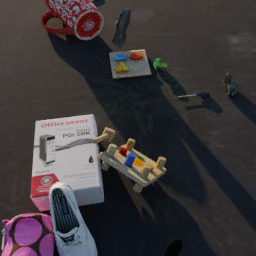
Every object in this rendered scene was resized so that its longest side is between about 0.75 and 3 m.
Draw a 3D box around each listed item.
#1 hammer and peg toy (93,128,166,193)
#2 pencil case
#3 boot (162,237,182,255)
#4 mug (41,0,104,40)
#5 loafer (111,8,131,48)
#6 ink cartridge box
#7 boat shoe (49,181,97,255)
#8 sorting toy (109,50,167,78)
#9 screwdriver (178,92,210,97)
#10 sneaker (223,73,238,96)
[{"bbox_3d":[-0.116,0.876,8.114,2.235,0.788,1.644,30,18,21],"label":"hammer and peg toy"},{"bbox_3d":[-2.409,3.398,6.345,1.272,1.232,2.715,15,47,-25],"label":"pencil case"},{"bbox_3d":[1.141,3.185,6.603,0.974,0.366,0.728,-60,31,2],"label":"boot"},{"bbox_3d":[-2.567,-5.234,13.037,1.840,2.448,2.758,-2,46,-50],"label":"mug"},{"bbox_3d":[-0.353,-4.153,11.606,0.582,1.850,0.665,30,55,9],"label":"loafer"},{"bbox_3d":[-1.773,0.942,8.297,1.876,1.059,2.555,-8,53,-5],"label":"ink cartridge box"},{"bbox_3d":[-1.415,2.488,6.638,0.891,0.809,2.422,-23,85,-5],"label":"boat shoe"},{"bbox_3d":[0.427,-2.783,11.675,2.289,0.337,1.692,-7,52,-5],"label":"sorting toy"},{"bbox_3d":[2.483,-1.228,10.550,1.283,0.179,0.187,-8,22,-10],"label":"screwdriver"},{"bbox_3d":[3.973,-1.668,10.831,0.424,0.403,1.070,8,61,-5],"label":"sneaker"}]
